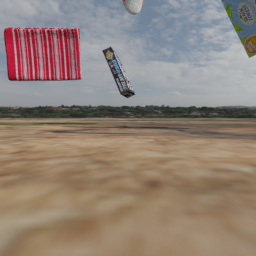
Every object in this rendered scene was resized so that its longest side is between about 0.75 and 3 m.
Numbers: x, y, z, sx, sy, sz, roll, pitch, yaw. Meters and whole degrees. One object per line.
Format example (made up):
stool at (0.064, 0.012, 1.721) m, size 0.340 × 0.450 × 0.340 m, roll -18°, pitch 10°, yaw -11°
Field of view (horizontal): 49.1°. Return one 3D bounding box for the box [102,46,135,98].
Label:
box at (-0.319, -2.061, 10.748) m, size 0.436 × 1.753 × 1.740 m, roll -24°, pitch -1°, yaw 9°

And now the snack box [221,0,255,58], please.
snack box at (3.455, -3.004, 6.260) m, size 2.316 × 1.953 × 0.784 m, roll -26°, pitch 6°, yaw 36°

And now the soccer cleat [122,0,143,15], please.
soccer cleat at (0.132, -3.228, 6.057) m, size 0.495 × 1.442 × 0.614 m, roll 2°, pitch 0°, yaw -10°

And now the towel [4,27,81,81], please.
towel at (-2.756, -2.408, 9.139) m, size 2.400 × 1.736 × 0.270 m, roll -2°, pitch 6°, yaw -4°
